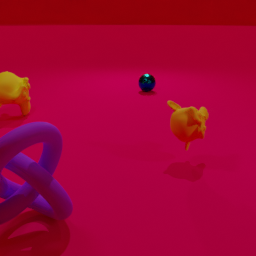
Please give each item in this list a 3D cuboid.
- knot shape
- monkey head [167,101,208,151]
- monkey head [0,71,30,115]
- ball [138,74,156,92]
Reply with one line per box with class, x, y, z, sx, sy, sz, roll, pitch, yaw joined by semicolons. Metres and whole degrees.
knot shape;-1.657;0.733;3.815;1.643;1.756;0.811;-9;33;-8
monkey head;1.280;-0.126;5.850;0.698;1.159;0.834;-12;19;38
monkey head;-3.544;-1.001;8.473;1.090;1.302;1.810;2;41;-2
ball;0.773;-1.837;11.365;0.725;0.725;0.725;0;22;0
